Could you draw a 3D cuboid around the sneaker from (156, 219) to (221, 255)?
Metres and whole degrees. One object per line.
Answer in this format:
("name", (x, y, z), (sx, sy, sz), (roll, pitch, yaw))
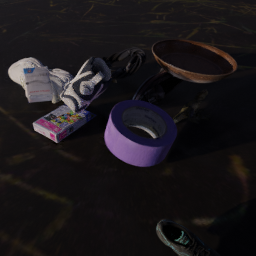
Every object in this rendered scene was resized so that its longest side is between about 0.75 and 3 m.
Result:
("sneaker", (1.125, 2.202, 5.053), (1.499, 0.594, 0.565), (31, 71, 22))

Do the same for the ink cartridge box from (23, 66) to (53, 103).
("ink cartridge box", (-2.869, -1.387, 8.939), (0.765, 0.446, 1.059), (-9, 66, -19))

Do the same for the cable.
("cable", (-0.390, -2.617, 11.075), (2.018, 0.628, 2.473), (-34, 32, -1))

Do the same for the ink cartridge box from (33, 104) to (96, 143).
("ink cartridge box", (-1.958, -0.282, 8.873), (1.053, 0.370, 1.765), (24, 40, 28))

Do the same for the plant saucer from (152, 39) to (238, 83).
("plant saucer", (2.195, -2.246, 9.528), (2.894, 0.529, 2.894), (7, 36, -5))

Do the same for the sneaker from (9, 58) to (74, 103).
("sneaker", (-3.396, -1.669, 10.146), (2.915, 1.136, 1.448), (16, 43, 22))

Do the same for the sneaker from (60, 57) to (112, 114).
("sneaker", (-1.125, -1.406, 8.515), (1.619, 0.993, 2.488), (-40, 8, 6))

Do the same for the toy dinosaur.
("toy dinosaur", (2.057, -0.489, 9.048), (2.242, 0.532, 0.988), (-33, 45, -28))

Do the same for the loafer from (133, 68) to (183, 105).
("loafer", (1.128, -1.404, 9.574), (0.752, 0.858, 2.386), (30, 65, 36))

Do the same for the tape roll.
("tape roll", (0.335, 0.099, 7.577), (1.830, 0.778, 1.830), (12, 41, -11))
